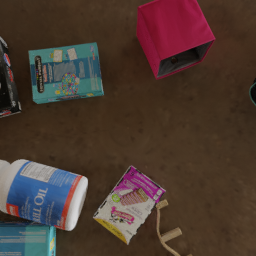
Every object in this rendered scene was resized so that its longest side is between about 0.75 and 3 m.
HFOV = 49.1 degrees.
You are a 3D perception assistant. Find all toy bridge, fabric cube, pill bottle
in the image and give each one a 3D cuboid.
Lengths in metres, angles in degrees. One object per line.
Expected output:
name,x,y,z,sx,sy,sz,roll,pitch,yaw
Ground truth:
toy bridge,1.117,2.823,7.379,0.595,0.241,1.771,-24,83,0
fabric cube,1.168,-2.420,7.465,1.478,1.506,1.502,-23,81,-2
pill bottle,-2.346,1.572,6.982,2.427,1.362,1.362,14,83,3

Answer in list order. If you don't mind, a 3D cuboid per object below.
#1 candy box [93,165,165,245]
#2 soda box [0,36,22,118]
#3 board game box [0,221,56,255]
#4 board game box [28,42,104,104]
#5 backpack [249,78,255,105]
candy box,0.035,1.977,7.356,1.135,0.508,1.664,36,84,4
soda box,-3.617,-1.424,7.725,0.767,0.686,2.167,-15,82,-2
board game box,-2.956,3.812,7.029,2.097,0.652,2.777,0,82,0
board game box,-1.721,-1.533,7.862,1.896,0.445,1.432,-7,82,-1
backpack,4.630,-0.645,6.667,1.978,2.269,2.581,-20,74,-39
